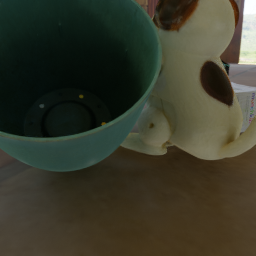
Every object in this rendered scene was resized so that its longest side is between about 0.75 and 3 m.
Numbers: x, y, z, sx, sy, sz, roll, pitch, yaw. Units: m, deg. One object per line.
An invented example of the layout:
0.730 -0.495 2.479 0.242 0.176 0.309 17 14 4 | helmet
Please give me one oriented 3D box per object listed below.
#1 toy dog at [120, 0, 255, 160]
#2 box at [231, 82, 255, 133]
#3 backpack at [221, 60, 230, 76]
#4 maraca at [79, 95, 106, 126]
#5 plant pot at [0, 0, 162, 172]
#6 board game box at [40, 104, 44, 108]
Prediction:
1.035 -1.004 5.110 2.043 2.928 2.839 -4 10 -23 | toy dog
2.098 -0.653 7.754 2.054 1.126 2.328 -8 18 -26 | box
2.430 -2.277 11.419 2.567 1.968 2.257 25 12 -8 | backpack
-0.511 -0.673 7.118 2.842 1.520 1.948 -7 7 -22 | maraca
-1.031 -0.573 4.508 2.790 2.790 2.239 -2 -28 -6 | plant pot
-2.213 -0.199 6.323 1.339 0.988 0.430 12 52 38 | board game box
